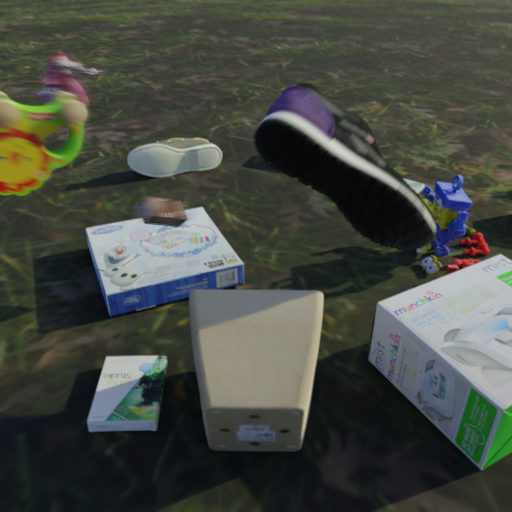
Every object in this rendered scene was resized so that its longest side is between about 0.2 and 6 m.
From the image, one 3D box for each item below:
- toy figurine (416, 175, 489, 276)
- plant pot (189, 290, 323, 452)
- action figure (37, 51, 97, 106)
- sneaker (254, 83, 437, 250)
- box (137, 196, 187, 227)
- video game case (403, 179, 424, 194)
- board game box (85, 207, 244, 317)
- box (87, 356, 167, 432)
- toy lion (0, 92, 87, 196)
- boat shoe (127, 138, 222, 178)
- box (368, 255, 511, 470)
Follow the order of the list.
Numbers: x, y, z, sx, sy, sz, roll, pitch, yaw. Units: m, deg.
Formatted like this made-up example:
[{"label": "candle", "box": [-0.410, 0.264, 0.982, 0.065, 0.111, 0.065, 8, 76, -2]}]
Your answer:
[{"label": "toy figurine", "box": [3.828, -0.890, 10.762, 1.408, 1.599, 2.669, 1, 33, 1]}, {"label": "plant pot", "box": [-0.006, 1.527, 7.075, 1.685, 1.687, 1.493, 0, 46, 0]}, {"label": "action figure", "box": [-3.442, -3.191, 10.056, 0.862, 1.286, 0.958, -35, 69, -26]}, {"label": "sneaker", "box": [1.394, -1.251, 7.352, 2.760, 1.045, 1.208, 37, 57, -12]}, {"label": "box", "box": [-1.538, -0.719, 9.256, 0.771, 0.289, 0.386, 3, 58, -54]}, {"label": "video game case", "box": [3.373, -1.596, 13.237, 0.889, 0.107, 0.976, 21, 38, 30]}, {"label": "board game box", "box": [-1.751, -0.003, 10.359, 2.395, 0.519, 2.383, -12, 35, -18]}, {"label": "box", "box": [-1.742, 1.871, 7.720, 0.894, 0.225, 1.238, -1, 34, -1]}, {"label": "toy lion", "box": [-3.482, -1.671, 8.555, 1.626, 1.558, 0.558, -12, 38, -36]}, {"label": "boat shoe", "box": [-2.082, -2.508, 14.029, 2.375, 0.849, 0.710, -8, 33, -23]}, {"label": "box", "box": [3.246, 1.297, 7.737, 2.506, 1.212, 2.211, -17, 38, -23]}]
